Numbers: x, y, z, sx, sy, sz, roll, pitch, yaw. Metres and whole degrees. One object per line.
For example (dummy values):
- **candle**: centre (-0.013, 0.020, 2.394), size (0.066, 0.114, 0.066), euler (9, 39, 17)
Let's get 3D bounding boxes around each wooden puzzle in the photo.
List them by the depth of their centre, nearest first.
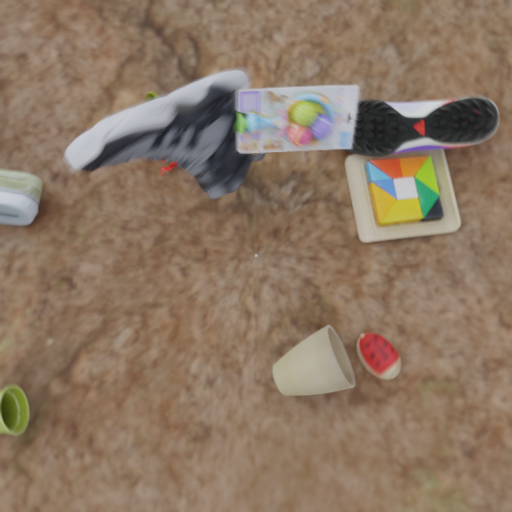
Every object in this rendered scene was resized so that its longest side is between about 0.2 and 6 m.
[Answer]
- **wooden puzzle**: centre (2.779, -1.216, 10.635), size (1.916, 0.357, 1.773), euler (-8, 77, -2)

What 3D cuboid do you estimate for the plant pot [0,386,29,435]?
- **plant pot**: centre (-4.446, 2.700, 9.552), size (0.750, 0.816, 0.816), euler (-15, 77, 9)

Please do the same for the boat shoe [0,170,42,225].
- **boat shoe**: centre (-5.388, -1.229, 10.450), size (2.787, 1.003, 0.864), euler (11, 57, -3)

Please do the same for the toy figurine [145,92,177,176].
- **toy figurine**: centre (-1.550, -2.399, 10.913), size (0.927, 0.817, 1.548), euler (-15, 78, -33)

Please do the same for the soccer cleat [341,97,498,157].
- **soccer cleat**: centre (2.897, -2.440, 10.704), size (3.130, 1.146, 1.068), euler (-1, 95, 17)

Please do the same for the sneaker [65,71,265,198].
- **sneaker**: centre (-1.274, -1.686, 9.249), size (3.329, 1.256, 1.894), euler (-30, 110, -23)

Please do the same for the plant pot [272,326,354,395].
- **plant pot**: centre (0.914, 1.918, 9.590), size (1.176, 1.102, 1.102), euler (-24, 77, 14)

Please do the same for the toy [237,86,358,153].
- **toy**: centre (0.618, -1.957, 8.364), size (1.797, 1.035, 0.424), euler (-1, 40, -2)

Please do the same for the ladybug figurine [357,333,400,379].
- **ladybug figurine**: centre (2.184, 1.752, 9.921), size (0.640, 0.339, 0.943), euler (-41, 81, -18)
